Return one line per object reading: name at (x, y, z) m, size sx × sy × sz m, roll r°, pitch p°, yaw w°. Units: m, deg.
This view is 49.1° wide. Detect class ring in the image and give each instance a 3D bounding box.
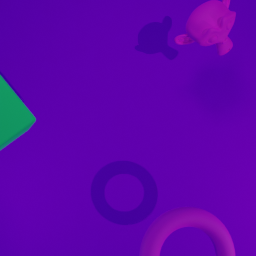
ring at (1.076, 2.319, 5.030) m, size 1.771 × 0.354 × 1.771 m, roll 1°, pitch 83°, yaw -8°

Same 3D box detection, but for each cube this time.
cube at (-2.464, -0.165, 4.793) m, size 1.147 × 1.147 × 1.147 m, roll -41°, pitch 100°, yaw -25°

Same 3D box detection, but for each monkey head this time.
monkey head at (1.801, -2.128, 6.038) m, size 1.497 × 1.077 × 0.902 m, roll -40°, pitch 48°, yaw 9°
